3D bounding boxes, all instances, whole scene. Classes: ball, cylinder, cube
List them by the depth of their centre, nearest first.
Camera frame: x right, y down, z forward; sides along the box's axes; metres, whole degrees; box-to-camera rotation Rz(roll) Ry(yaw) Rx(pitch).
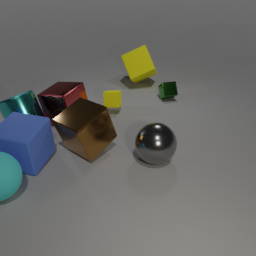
[{"bbox_3d":[-3.724,1.365,7.887,1.400,1.400,1.400,0,30,0],"label":"ball"},{"bbox_3d":[-3.412,0.492,9.199,1.400,1.400,1.400,9,37,12],"label":"cube"},{"bbox_3d":[0.925,0.515,9.326,1.400,1.400,1.400,0,30,0],"label":"ball"},{"bbox_3d":[-1.466,0.015,9.691,1.400,1.400,1.400,22,54,37],"label":"cube"},{"bbox_3d":[-4.057,-0.575,10.789,1.400,1.400,1.400,-19,15,5],"label":"cylinder"},{"bbox_3d":[-2.623,-1.019,11.683,1.400,1.400,1.400,6,34,28],"label":"cube"},{"bbox_3d":[-0.688,-1.304,12.564,0.700,0.700,0.700,0,12,8],"label":"cube"},{"bbox_3d":[1.976,-1.863,13.872,0.700,0.700,0.700,-7,-4,-12],"label":"cube"},{"bbox_3d":[0.632,-3.427,15.218,1.400,1.400,1.400,-23,-3,10],"label":"cube"}]
